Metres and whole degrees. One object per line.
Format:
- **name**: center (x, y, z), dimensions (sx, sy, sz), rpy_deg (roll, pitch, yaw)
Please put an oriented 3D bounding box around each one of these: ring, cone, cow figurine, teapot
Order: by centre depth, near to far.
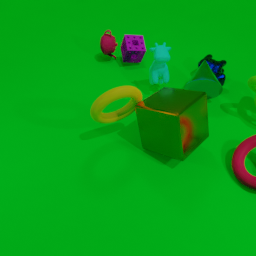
- **ring**: center (3.168, 0.764, 6.533), dimensions (1.464, 0.293, 1.464), rpy_deg (-23, 46, 26)
- **ring**: center (-0.282, -0.555, 6.947), dimensions (1.364, 1.364, 0.273), rpy_deg (-18, 66, -19)
- **cone**: center (2.413, -1.694, 8.892), dimensions (1.159, 1.159, 1.163), rpy_deg (7, 67, 8)
- **cow figurine**: center (0.992, -2.048, 9.023), dimensions (0.698, 1.252, 1.272), rpy_deg (-4, 7, -6)
- **cow figurine**: center (2.873, -1.946, 9.722), dimensions (1.278, 0.713, 1.299), rpy_deg (-36, 56, -27)
- **teapot**: center (-0.706, -3.202, 10.840), dimensions (0.623, 1.271, 0.791), rpy_deg (5, 49, 11)

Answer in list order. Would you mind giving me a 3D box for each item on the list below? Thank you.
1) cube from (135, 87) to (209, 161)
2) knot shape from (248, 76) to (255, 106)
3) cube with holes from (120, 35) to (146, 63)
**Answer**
- **cube**: center (1.138, -0.161, 7.066), dimensions (1.285, 1.285, 1.285), rpy_deg (15, 38, 41)
- **knot shape**: center (3.975, -0.933, 7.966), dimensions (0.770, 1.559, 1.666), rpy_deg (-21, 49, 23)
- **cube with holes**: center (0.186, -3.002, 10.638), dimensions (0.725, 0.725, 0.725), rpy_deg (-3, 68, -16)
